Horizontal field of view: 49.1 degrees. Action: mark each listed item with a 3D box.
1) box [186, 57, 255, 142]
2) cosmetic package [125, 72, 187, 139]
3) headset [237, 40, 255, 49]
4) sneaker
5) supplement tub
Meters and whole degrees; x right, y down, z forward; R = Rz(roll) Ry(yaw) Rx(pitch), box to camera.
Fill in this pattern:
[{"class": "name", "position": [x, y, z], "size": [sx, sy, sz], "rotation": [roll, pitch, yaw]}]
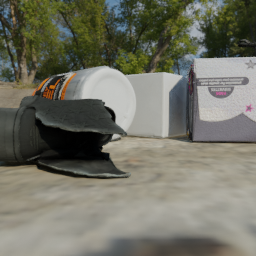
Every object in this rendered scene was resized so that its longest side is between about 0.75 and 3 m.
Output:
[{"class": "box", "position": [2.379, -0.542, 5.431], "size": [2.362, 1.561, 1.355], "rotation": [0, 4, 6]}, {"class": "cosmetic package", "position": [0.488, -0.564, 7.134], "size": [2.302, 1.415, 2.295], "rotation": [4, 6, 36]}, {"class": "headset", "position": [3.916, -1.459, 9.512], "size": [1.335, 2.842, 1.755], "rotation": [14, 23, 2]}, {"class": "sneaker", "position": [-0.788, 0.009, 3.534], "size": [1.364, 0.786, 2.616], "rotation": [-1, 9, -6]}, {"class": "supplement tub", "position": [-1.057, -0.476, 5.845], "size": [1.391, 1.391, 2.271], "rotation": [-3, 4, -43]}]
